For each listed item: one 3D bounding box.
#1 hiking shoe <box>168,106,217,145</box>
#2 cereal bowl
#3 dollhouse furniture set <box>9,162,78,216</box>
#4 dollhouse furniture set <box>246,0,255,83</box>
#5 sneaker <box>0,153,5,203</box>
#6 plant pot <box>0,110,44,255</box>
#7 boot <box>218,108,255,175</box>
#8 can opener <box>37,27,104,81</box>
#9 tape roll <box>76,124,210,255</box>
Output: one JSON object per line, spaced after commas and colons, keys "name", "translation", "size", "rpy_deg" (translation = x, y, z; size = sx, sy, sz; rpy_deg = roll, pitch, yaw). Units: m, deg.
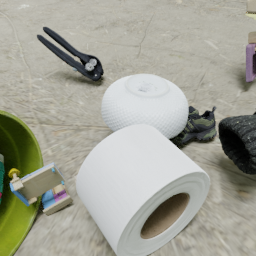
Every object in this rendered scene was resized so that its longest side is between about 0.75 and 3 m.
{"name": "hiking shoe", "translation": [1.292, -0.108, 6.486], "size": [1.634, 0.823, 0.619], "rpy_deg": [-9, 17, -18]}
{"name": "cereal bowl", "translation": [0.373, -0.588, 5.830], "size": [1.859, 0.774, 1.859], "rpy_deg": [4, 39, -3]}
{"name": "dollhouse furniture set", "translation": [-1.400, 0.805, 5.075], "size": [1.141, 1.208, 0.788], "rpy_deg": [-29, 49, -8]}
{"name": "dollhouse furniture set", "translation": [4.869, -2.799, 8.210], "size": [2.082, 2.325, 2.934], "rpy_deg": [5, 23, 33]}
{"name": "sneaker", "translation": [-2.993, 1.281, 4.894], "size": [1.924, 0.804, 1.161], "rpy_deg": [-23, 66, 8]}
{"name": "plant pot", "translation": [-3.152, 0.872, 4.475], "size": [2.454, 2.549, 2.549], "rpy_deg": [6, 40, 23]}
{"name": "boot", "translation": [2.893, 0.004, 5.689], "size": [2.213, 2.959, 1.114], "rpy_deg": [-23, 83, 4]}
{"name": "can opener", "translation": [-1.683, -2.133, 8.287], "size": [2.210, 0.869, 0.701], "rpy_deg": [31, 75, -16]}
{"name": "tape roll", "translation": [0.235, 1.004, 4.541], "size": [1.818, 1.818, 1.248], "rpy_deg": [-23, 47, -25]}
